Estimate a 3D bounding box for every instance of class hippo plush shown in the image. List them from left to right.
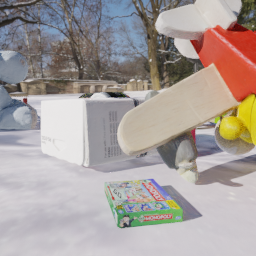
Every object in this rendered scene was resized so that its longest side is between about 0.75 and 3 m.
[{"bbox_3d":[-4.019,-1.132,7.993,2.874,2.311,2.289,-6,10,-38],"label":"hippo plush"}]

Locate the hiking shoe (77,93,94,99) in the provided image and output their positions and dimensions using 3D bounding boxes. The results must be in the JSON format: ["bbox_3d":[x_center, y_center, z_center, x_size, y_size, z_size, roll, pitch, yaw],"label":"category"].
[{"bbox_3d":[-2.122,-1.231,13.607,1.310,0.986,2.603,-1,8,-33],"label":"hiking shoe"}]

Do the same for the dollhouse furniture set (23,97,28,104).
[{"bbox_3d":[-4.463,-0.727,10.562,1.081,0.817,2.010,-2,8,-12],"label":"dollhouse furniture set"}]

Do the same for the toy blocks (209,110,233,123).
[{"bbox_3d":[2.709,-0.420,8.133,1.598,1.168,2.337,9,5,-18],"label":"toy blocks"}]

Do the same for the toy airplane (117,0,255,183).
[{"bbox_3d":[1.511,-0.467,3.748,2.859,2.017,2.846,10,50,7],"label":"toy airplane"}]

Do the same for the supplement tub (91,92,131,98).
[{"bbox_3d":[-0.599,-0.859,10.694,1.056,1.056,1.724,5,10,34],"label":"supplement tub"}]

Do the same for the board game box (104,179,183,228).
[{"bbox_3d":[0.104,0.701,2.750,0.575,0.124,0.855,-2,8,-12],"label":"board game box"}]

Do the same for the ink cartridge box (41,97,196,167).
[{"bbox_3d":[-0.173,-0.055,4.929,2.261,0.953,1.636,-5,6,-37],"label":"ink cartridge box"}]
